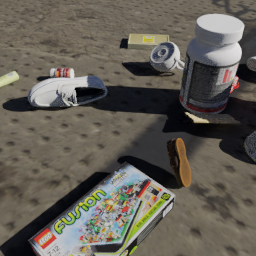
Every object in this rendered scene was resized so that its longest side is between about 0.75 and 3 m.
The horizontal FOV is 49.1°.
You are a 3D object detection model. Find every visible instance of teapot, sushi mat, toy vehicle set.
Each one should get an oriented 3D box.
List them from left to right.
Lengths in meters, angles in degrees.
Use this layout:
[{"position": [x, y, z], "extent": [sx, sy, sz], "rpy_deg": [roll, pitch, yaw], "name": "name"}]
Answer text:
[{"position": [1.000, -4.170, 13.535], "extent": [1.950, 0.258, 1.211], "rpy_deg": [4, 41, 4], "name": "toy vehicle set"}, {"position": [1.592, -2.774, 11.418], "extent": [1.310, 0.969, 1.327], "rpy_deg": [-19, 55, 22], "name": "teapot"}, {"position": [2.644, -0.309, 8.783], "extent": [1.610, 0.097, 0.770], "rpy_deg": [2, 22, -14], "name": "sushi mat"}]

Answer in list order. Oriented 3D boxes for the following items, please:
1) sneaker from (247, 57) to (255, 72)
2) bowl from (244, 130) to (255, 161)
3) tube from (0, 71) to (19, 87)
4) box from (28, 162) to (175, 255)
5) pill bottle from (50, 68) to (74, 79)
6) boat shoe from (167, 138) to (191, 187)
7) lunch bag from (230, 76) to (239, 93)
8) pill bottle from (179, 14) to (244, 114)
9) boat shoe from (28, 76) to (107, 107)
[{"position": [5.767, -2.438, 11.151], "extent": [0.805, 0.726, 1.964], "rpy_deg": [-24, 46, -19], "name": "sneaker"}, {"position": [4.176, 0.369, 7.851], "extent": [1.585, 0.744, 1.585], "rpy_deg": [-1, 40, 1], "name": "bowl"}, {"position": [-4.878, -1.714, 10.635], "extent": [1.436, 0.417, 0.373], "rpy_deg": [-35, 89, -30], "name": "tube"}, {"position": [-0.452, 2.050, 6.060], "extent": [1.576, 0.497, 2.863], "rpy_deg": [30, 49, 31], "name": "box"}, {"position": [-2.572, -2.095, 10.935], "extent": [0.835, 0.477, 0.477], "rpy_deg": [3, 41, 4], "name": "pill bottle"}, {"position": [1.288, 0.891, 7.186], "extent": [0.437, 1.242, 0.437], "rpy_deg": [1, -13, -43], "name": "boat shoe"}, {"position": [3.729, -1.700, 10.530], "extent": [0.864, 0.402, 0.981], "rpy_deg": [24, 46, 26], "name": "lunch bag"}, {"position": [2.611, -1.942, 8.897], "extent": [1.639, 2.829, 1.639], "rpy_deg": [0, 43, 0], "name": "pill bottle"}, {"position": [-1.993, -1.185, 9.495], "extent": [2.652, 0.976, 0.867], "rpy_deg": [-18, 40, -18], "name": "boat shoe"}]
